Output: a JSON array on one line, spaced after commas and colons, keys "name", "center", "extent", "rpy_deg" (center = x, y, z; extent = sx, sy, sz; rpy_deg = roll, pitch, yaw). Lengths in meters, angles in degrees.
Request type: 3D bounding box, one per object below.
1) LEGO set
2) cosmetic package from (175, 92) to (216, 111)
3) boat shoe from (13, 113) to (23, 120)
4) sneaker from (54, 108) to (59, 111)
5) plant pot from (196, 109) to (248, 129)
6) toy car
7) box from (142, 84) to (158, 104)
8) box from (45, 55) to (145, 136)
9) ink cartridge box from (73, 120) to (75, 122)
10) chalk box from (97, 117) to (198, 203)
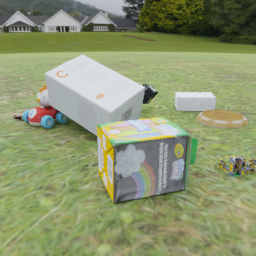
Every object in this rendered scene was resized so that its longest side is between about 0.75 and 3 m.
[{"name": "LEGO set", "center": [2.827, 0.843, 7.191], "extent": [0.953, 0.552, 0.733], "rpy_deg": [-2, 19, -7]}, {"name": "cosmetic package", "center": [3.052, -1.219, 12.888], "extent": [1.705, 0.692, 0.962], "rpy_deg": [1, 21, 1]}, {"name": "boat shoe", "center": [-4.233, -0.407, 11.321], "extent": [0.769, 0.277, 0.277], "rpy_deg": [8, 49, -7]}, {"name": "sneaker", "center": [-2.462, -0.857, 11.122], "extent": [0.532, 0.476, 1.299], "rpy_deg": [-4, 10, 8]}, {"name": "plant pot", "center": [3.784, -0.423, 11.270], "extent": [1.998, 0.275, 1.998], "rpy_deg": [0, 18, 0]}, {"name": "toy car", "center": [-3.232, -0.930, 10.785], "extent": [1.417, 1.538, 1.360], "rpy_deg": [13, 23, 35]}, {"name": "box", "center": [0.820, -1.504, 12.399], "extent": [0.600, 0.717, 0.965], "rpy_deg": [43, 17, 10]}, {"name": "box", "center": [-1.141, -1.085, 9.586], "extent": [2.864, 1.396, 1.781], "rpy_deg": [32, 49, 23]}, {"name": "ink cartridge box", "center": [-1.204, -0.824, 11.436], "extent": [2.138, 0.896, 1.877], "rpy_deg": [-4, 20, -11]}, {"name": "chalk box", "center": [0.542, 0.621, 6.549], "extent": [2.272, 1.414, 1.407], "rpy_deg": [-6, 20, -19]}]
